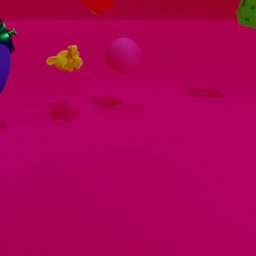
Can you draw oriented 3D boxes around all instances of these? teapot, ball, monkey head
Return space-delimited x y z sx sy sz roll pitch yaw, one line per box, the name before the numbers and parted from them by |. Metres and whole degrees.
teapot | -0.778 -3.607 7.153 1.006 1.277 2.054 22 23 -27
ball | -0.173 -2.576 10.074 1.286 1.286 1.286 0 23 0
monkey head | -2.042 -2.411 9.491 0.815 0.972 1.352 35 44 30
teapot | -3.176 -2.249 6.894 0.832 1.056 1.699 -24 8 -12

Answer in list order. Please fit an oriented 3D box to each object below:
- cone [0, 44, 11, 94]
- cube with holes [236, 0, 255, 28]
cone | -3.145 -1.203 5.146 1.332 1.332 1.337 20 0 38
cube with holes | 4.769 -4.386 9.995 1.233 1.233 1.233 14 42 3
